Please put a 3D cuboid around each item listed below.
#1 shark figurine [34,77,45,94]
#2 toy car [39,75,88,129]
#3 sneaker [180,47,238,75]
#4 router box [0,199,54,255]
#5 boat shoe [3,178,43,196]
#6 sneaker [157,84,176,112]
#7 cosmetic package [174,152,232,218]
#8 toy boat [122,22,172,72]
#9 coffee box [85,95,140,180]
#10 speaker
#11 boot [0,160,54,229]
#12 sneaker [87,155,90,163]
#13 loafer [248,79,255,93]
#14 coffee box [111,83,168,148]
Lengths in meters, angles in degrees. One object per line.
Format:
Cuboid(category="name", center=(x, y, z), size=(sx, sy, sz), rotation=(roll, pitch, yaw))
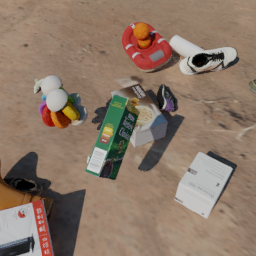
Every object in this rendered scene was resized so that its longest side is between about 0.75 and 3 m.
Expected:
Cuboid(category="shark figurine", center=(-3.807, -2.083, 12.929), size=(1.237, 0.516, 0.739), rotation=(-21, 85, -8))
Cuboid(category="toy car", center=(-2.211, -0.676, 8.885), size=(1.283, 1.498, 1.712), rotation=(-38, 50, 8))
Cuboid(category="sneaker", center=(3.976, -3.200, 13.241), size=(2.911, 1.164, 1.073), rotation=(-19, 91, -10))
Cuboid(category="router box", center=(-3.033, 3.185, 7.519), size=(1.861, 0.506, 2.073), rotation=(-12, 82, -15))
Cuboid(category="boat shoe", center=(-3.643, 1.878, 9.332), size=(1.583, 0.580, 0.590), rotation=(6, 49, 5))
Cuboid(category="sneaker", center=(1.697, -1.277, 12.226), size=(0.696, 0.602, 1.590), rotation=(16, 44, -16))
Cuboid(category="cosmetic package", center=(2.397, 1.819, 8.978), size=(1.187, 1.188, 1.440), rotation=(27, 54, 22))
Cuboid(category="toy boat", center=(0.776, -4.256, 13.596), size=(1.906, 1.909, 2.920), rotation=(-31, 55, -3))
Cuboid(category="coffee box", center=(-0.353, 0.298, 7.483), size=(0.466, 1.303, 2.119), rotation=(17, 81, 20))
Cuboid(category="speaker", center=(3.022, -4.037, 14.382), size=(0.772, 0.772, 1.902), rotation=(-33, 56, -26))
Cuboid(category="boot", center=(-3.480, 2.203, 8.645), size=(2.310, 1.100, 2.986), rotation=(0, 67, -7))
Cuboid(category="sneaker", center=(-1.047, 1.246, 10.005), size=(0.945, 0.412, 0.352), rotation=(15, 50, 12))
Cuboid(category="loafer", center=(6.613, -1.957, 12.541), size=(2.288, 0.797, 0.860), rotation=(6, 49, 5))
Cuboid(category="coffee box", center=(0.375, -0.559, 11.207), size=(1.375, 0.958, 2.404), rotation=(-18, 51, -15))
